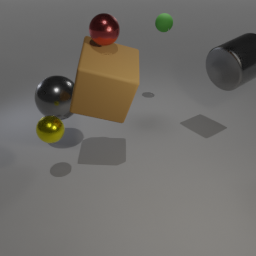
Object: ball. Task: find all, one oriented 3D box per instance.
[{"bbox_3d":[1.419,-4.131,11.002,0.700,0.700,0.700,0,28,0],"label":"ball"},{"bbox_3d":[-0.536,-2.228,6.356,0.700,0.700,0.700,0,28,0],"label":"ball"},{"bbox_3d":[-2.198,-0.942,8.791,1.400,1.400,1.400,0,28,0],"label":"ball"},{"bbox_3d":[-1.949,0.034,7.040,0.700,0.700,0.700,0,28,0],"label":"ball"}]

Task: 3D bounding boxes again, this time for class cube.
[{"bbox_3d":[-0.581,-1.186,7.002,1.400,1.400,1.400,12,47,-11],"label":"cube"}]

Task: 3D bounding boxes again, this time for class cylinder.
[{"bbox_3d":[3.407,-2.054,8.701,1.400,1.400,1.400,-28,37,-22],"label":"cylinder"}]
